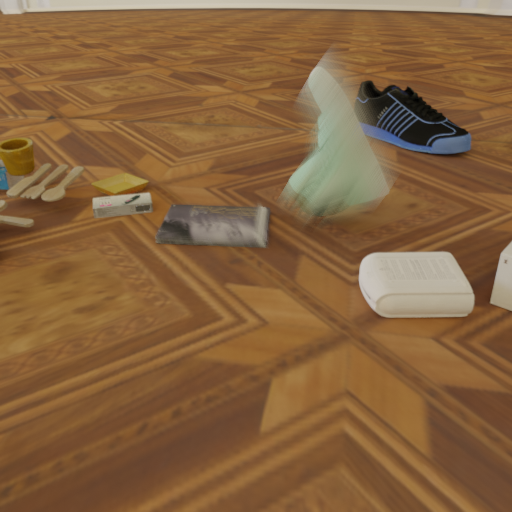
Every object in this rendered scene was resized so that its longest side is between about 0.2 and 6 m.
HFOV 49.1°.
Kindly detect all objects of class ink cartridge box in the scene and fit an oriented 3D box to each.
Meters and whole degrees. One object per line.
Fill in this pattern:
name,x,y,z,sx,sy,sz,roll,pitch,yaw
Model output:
ink cartridge box,-5.528,-1.685,11.524,1.197,0.399,0.693,3,30,5
ink cartridge box,-2.527,-1.042,10.572,1.063,0.232,0.923,-7,32,-13

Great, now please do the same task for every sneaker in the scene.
sneaker,3.730,-3.415,13.664,1.155,1.283,3.293,-25,38,-38
sneaker,0.974,-1.558,8.371,1.357,2.301,0.847,-23,34,16

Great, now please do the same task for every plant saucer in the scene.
plant saucer,1.351,-1.131,9.573,1.324,1.324,0.234,-12,48,-20
plant saucer,-2.696,-1.373,11.147,0.833,0.202,0.833,22,36,38

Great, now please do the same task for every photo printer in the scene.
photo printer,2.149,0.386,7.788,1.394,0.484,1.160,-1,31,-1

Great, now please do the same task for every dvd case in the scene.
dvd case,-0.706,-0.555,9.786,1.843,0.147,1.370,3,29,3

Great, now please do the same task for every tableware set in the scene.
tableware set,-5.251,-0.951,9.492,3.097,0.706,4.598,7,36,12

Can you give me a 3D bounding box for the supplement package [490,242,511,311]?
supplement package,3.972,0.175,7.798,0.849,0.838,1.400,22,37,34
